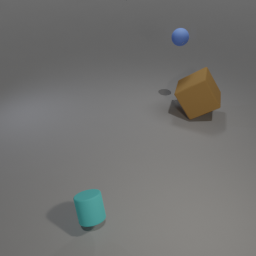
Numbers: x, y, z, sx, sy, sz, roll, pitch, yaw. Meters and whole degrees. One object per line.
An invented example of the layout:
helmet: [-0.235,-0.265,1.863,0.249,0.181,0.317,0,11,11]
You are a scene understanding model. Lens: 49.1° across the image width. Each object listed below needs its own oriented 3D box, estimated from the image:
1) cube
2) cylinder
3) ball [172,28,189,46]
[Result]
cube: [2.983,-1.469,11.883,1.400,1.400,1.400,-24,23,30]
cylinder: [-0.963,2.002,7.072,0.700,0.700,0.700,-11,9,2]
ball: [2.125,-3.692,11.387,0.700,0.700,0.700,0,32,0]
